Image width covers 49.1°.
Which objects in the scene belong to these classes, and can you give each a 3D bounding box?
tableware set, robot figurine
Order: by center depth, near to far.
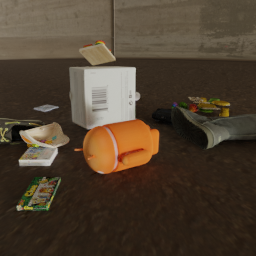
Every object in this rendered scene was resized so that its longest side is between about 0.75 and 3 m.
[{"bbox_3d":[-0.234,0.471,7.401,2.194,1.280,1.578,-11,61,-30],"label":"robot figurine"},{"bbox_3d":[4.037,-1.026,13.452,1.846,0.421,2.741,2,17,-4],"label":"tableware set"}]

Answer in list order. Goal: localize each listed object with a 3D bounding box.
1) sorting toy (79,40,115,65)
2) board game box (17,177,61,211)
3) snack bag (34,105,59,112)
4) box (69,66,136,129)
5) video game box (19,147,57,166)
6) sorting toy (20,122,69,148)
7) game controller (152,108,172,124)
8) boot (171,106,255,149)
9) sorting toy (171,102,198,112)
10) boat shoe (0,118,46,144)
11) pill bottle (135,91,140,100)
[{"bbox_3d":[-1.127,-2.848,10.495,1.014,0.355,1.020,-6,-21,23],"label":"sorting toy"},{"bbox_3d":[-1.945,1.431,6.232,0.642,0.144,1.226,-2,18,-1],"label":"board game box"},{"bbox_3d":[-3.991,-0.973,13.668,0.834,0.095,0.885,11,22,30],"label":"snack bag"},{"bbox_3d":[-0.974,-1.275,11.008,2.238,2.226,1.462,-10,19,-32],"label":"box"},{"bbox_3d":[-2.539,0.807,8.010,0.840,0.216,0.922,2,18,-1],"label":"video game box"},{"bbox_3d":[-2.448,0.352,8.646,1.133,0.672,1.259,14,22,36],"label":"sorting toy"},{"bbox_3d":[2.341,-0.307,11.137,2.823,0.594,1.472,18,11,42],"label":"game controller"},{"bbox_3d":[3.264,-0.199,9.802,2.831,1.027,2.574,-15,36,-20],"label":"boot"},{"bbox_3d":[2.601,-0.917,13.210,1.286,0.446,0.443,16,47,35],"label":"sorting toy"},{"bbox_3d":[-3.796,0.116,9.145,2.287,0.815,0.688,-5,15,-23],"label":"boat shoe"},{"bbox_3d":[0.304,-1.850,15.748,0.466,0.466,0.840,-8,20,-22],"label":"pill bottle"}]
